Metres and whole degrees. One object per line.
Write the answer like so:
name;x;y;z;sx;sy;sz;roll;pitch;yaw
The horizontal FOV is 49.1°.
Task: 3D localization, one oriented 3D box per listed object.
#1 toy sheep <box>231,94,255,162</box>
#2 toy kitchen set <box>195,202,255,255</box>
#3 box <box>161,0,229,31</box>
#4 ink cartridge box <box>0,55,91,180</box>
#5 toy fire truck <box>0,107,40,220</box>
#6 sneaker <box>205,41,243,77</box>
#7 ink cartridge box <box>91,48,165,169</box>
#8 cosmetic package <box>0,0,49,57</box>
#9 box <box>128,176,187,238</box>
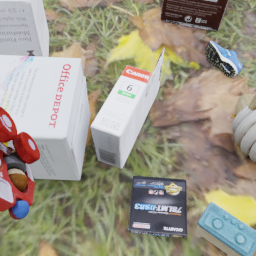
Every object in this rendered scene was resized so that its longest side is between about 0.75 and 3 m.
toy sheep;3.293;0.129;6.338;1.666;1.666;2.417;-16;53;-10
toy kitchen set;2.968;1.457;5.493;2.163;1.590;2.700;33;62;19
box;2.454;-5.026;9.399;2.097;2.075;2.527;15;58;9
ink cartridge box;-2.409;-0.184;6.259;2.867;2.073;2.083;3;57;2
toy fire truck;-1.220;0.393;2.619;0.601;1.072;0.901;-27;52;-1
sneaker;2.923;-2.144;8.527;0.616;0.542;1.381;-28;69;-25
ink cartridge box;0.080;-0.597;6.850;0.711;1.540;2.826;19;59;12
cosmetic package;-3.431;-2.875;7.639;2.147;2.604;2.149;-5;57;-8
box;0.658;1.693;6.120;1.231;0.306;1.222;5;56;4
